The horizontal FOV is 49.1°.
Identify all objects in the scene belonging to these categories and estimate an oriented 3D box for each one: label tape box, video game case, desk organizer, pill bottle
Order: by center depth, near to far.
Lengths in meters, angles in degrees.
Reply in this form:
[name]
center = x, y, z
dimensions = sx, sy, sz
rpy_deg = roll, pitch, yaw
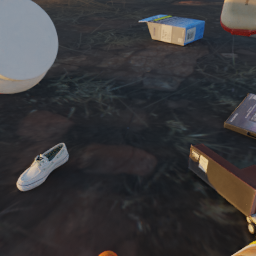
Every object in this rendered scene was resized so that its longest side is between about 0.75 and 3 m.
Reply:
[pill bottle]
center = -2.120, -1.258, 4.542
dimensions = 1.404, 1.404, 2.502
rpy_deg = -25, 20, -32
[desk organizer]
center = 1.954, 0.875, 5.390
dimensions = 0.640, 0.597, 1.663
rpy_deg = -13, 29, -24
[video game case]
center = 3.934, -0.112, 7.191
dimensions = 2.319, 0.220, 1.657
rpy_deg = 24, 49, 33
[label tape box]
center = 2.199, -5.071, 14.318
dimensions = 2.750, 0.909, 1.970
rpy_deg = 22, 39, 33

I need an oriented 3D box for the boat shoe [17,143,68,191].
[boat shoe]
center = -1.798, 0.747, 5.866
dimensions = 0.484, 0.440, 1.317
rpy_deg = 17, 37, 24

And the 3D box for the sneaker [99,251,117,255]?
[sneaker]
center = -0.504, 2.195, 3.545
dimensions = 0.563, 0.595, 1.543
rpy_deg = 12, 34, 20

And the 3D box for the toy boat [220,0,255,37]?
[toy boat]
center = 1.692, -1.651, 4.044
dimensions = 0.624, 0.625, 0.957
rpy_deg = 13, 70, 17

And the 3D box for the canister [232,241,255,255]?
[canister]
center = 0.896, 2.512, 2.488
dimensions = 2.895, 1.253, 2.150
rpy_deg = -16, 37, -25

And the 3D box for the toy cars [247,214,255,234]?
[toy cars]
center = 2.631, 1.404, 4.849
dimensions = 0.920, 0.454, 2.052
rpy_deg = 16, 36, 25
